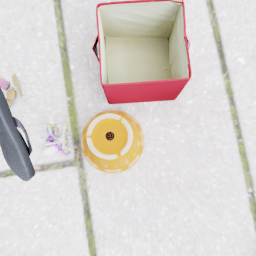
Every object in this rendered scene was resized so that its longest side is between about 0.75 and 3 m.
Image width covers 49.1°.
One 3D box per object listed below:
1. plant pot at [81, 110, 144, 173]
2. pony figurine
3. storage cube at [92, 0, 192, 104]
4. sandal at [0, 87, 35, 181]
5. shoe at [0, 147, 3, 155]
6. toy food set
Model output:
[{"bbox_3d":[-0.502,0.366,8.787,2.128,1.949,2.128,0,82,0],"label":"plant pot"},{"bbox_3d":[-2.412,0.440,9.414,1.100,0.949,1.139,-8,67,-10],"label":"pony figurine"},{"bbox_3d":[0.391,-2.228,8.849,2.828,2.542,2.417,-4,82,0],"label":"storage cube"},{"bbox_3d":[-2.518,0.075,6.180,0.525,0.932,2.451,-31,115,-42],"label":"sandal"},{"bbox_3d":[-4.260,0.532,9.642,0.288,0.220,0.824,10,82,1],"label":"shoe"},{"bbox_3d":[-4.608,-1.137,9.860,1.892,0.298,1.203,-22,82,5],"label":"toy food set"}]
